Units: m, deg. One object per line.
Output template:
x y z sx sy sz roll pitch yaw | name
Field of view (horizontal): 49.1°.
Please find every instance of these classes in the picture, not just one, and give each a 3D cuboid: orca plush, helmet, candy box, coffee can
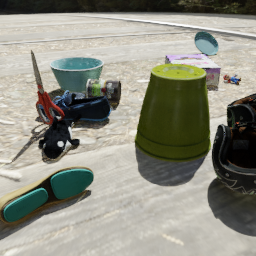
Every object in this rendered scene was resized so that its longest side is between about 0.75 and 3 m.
-2.071 0.002 8.906 1.259 0.851 2.394 9 29 16 | orca plush
3.821 -0.070 8.097 1.845 1.759 1.845 -23 4 2 | helmet
2.816 0.727 6.692 1.734 1.653 1.734 -1 -9 0 | helmet
3.244 -3.036 14.521 2.262 0.964 2.696 -2 28 -3 | candy box
-0.992 -1.532 11.695 1.313 0.961 0.961 3 28 8 | coffee can

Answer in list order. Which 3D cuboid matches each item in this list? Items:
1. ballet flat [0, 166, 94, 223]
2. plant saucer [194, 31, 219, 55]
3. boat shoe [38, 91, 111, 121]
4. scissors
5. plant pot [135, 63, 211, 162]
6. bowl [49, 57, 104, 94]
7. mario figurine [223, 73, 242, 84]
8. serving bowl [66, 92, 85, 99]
-1.887 1.380 6.475 2.271 0.779 0.716 -19 18 -33 | ballet flat
5.431 -5.868 19.559 1.954 0.268 1.954 7 66 -16 | plant saucer
-2.022 -0.917 10.441 2.799 0.961 1.178 -2 33 3 | boat shoe
-2.945 -1.235 9.237 1.011 2.764 0.193 1 42 23 | scissors
1.423 -0.636 8.516 2.446 2.355 2.446 0 27 0 | plant pot
-2.314 -2.411 13.006 2.448 1.281 2.448 0 28 0 | bowl
5.187 -2.499 14.063 0.553 0.475 0.896 -24 38 -38 | mario figurine
-2.239 -1.245 11.886 0.839 0.276 0.839 0 28 0 | serving bowl
